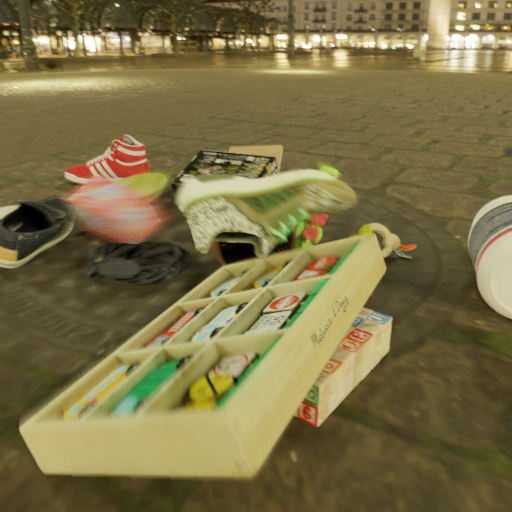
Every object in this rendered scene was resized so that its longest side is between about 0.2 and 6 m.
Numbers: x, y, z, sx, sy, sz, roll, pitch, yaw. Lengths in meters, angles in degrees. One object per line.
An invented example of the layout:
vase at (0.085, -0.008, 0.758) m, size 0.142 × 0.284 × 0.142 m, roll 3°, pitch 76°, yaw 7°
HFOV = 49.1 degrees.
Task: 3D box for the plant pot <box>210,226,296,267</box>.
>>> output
plant pot at (-0.290, -0.357, 9.961) m, size 1.448 × 1.448 × 1.549 m, roll -11°, pitch 10°, yaw -23°

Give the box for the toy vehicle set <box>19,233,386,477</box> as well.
toy vehicle set at (-0.272, 0.924, 6.536) m, size 2.596 × 0.554 × 4.178 m, roll -13°, pitch 15°, yaw 31°

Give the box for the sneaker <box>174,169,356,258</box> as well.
sneaker at (0.205, -0.530, 8.597) m, size 2.818 × 1.249 × 1.084 m, roll -5°, pitch -20°, yaw -11°

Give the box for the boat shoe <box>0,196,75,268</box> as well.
boat shoe at (-4.231, -0.670, 10.849) m, size 0.964 × 0.804 × 2.583 m, roll 24°, pitch 28°, yaw -1°

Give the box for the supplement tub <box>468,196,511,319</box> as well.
supplement tub at (4.171, -0.041, 8.833) m, size 1.469 × 1.469 × 2.094 m, roll 6°, pitch 24°, yaw 13°

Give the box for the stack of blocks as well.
stack of blocks at (0.801, 1.222, 7.073) m, size 1.091 × 0.555 × 1.894 m, roll 17°, pitch 28°, yaw 34°

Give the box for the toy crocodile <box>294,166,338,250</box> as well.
toy crocodile at (1.083, -0.759, 10.229) m, size 0.600 × 1.778 × 0.549 m, roll 20°, pitch 4°, yaw -28°

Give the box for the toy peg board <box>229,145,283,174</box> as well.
toy peg board at (-0.050, -2.314, 15.226) m, size 1.482 × 0.725 × 1.475 m, roll -1°, pitch 40°, yaw 9°

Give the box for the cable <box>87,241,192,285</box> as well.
cable at (-2.052, 0.093, 9.968) m, size 1.806 × 0.459 × 1.474 m, roll -3°, pitch 17°, yaw -6°

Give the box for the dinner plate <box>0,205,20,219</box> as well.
dinner plate at (-5.212, -0.686, 11.873) m, size 2.496 × 0.303 × 2.496 m, roll -1°, pitch 23°, yaw 1°

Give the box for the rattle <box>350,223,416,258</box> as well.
rattle at (2.370, -0.141, 10.733) m, size 1.105 × 0.790 × 0.720 m, roll 10°, pitch 52°, yaw -16°

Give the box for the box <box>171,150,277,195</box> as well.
box at (-0.755, -1.942, 13.904) m, size 2.154 × 0.531 × 1.720 m, roll 9°, pitch 43°, yaw 19°

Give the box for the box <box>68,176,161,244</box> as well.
box at (-2.862, -0.915, 11.287) m, size 1.701 × 0.848 × 0.812 m, roll 20°, pitch 59°, yaw 38°

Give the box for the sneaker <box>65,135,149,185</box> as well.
sneaker at (-3.976, -2.555, 14.832) m, size 2.349 × 1.321 × 0.837 m, roll 3°, pitch 24°, yaw 7°

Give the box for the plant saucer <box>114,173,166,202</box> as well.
plant saucer at (-2.943, -1.444, 13.074) m, size 1.832 × 0.285 × 1.832 m, roll -11°, pitch 28°, yaw 6°
